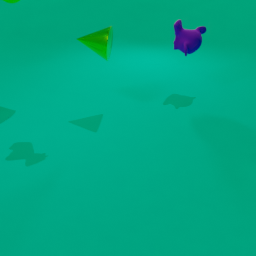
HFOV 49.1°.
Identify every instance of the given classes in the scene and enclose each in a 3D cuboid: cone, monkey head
[{"bbox_3d":[-1.062,-2.637,8.532,1.043,1.039,1.039,9,33,2],"label":"cone"},{"bbox_3d":[2.070,-3.174,9.726,0.944,1.127,1.567,19,58,36],"label":"monkey head"}]

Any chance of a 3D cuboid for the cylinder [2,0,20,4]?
[{"bbox_3d":[-3.959,-4.643,8.692,1.164,1.164,1.164,30,41,19],"label":"cylinder"}]
